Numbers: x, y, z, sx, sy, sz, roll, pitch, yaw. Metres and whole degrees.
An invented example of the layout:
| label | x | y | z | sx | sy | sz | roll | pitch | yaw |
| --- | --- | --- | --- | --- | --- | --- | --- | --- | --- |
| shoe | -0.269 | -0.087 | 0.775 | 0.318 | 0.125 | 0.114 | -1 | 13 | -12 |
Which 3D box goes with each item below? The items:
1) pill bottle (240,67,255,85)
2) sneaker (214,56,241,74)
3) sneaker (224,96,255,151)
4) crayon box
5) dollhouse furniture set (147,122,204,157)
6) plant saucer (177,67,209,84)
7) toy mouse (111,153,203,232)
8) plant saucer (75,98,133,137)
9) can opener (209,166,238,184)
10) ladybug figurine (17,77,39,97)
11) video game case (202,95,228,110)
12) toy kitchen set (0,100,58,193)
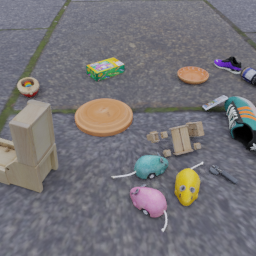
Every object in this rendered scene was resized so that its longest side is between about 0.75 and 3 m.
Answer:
| label | x | y | z | sx | sy | sz | roll | pitch | yaw |
| --- | --- | --- | --- | --- | --- | --- | --- | --- | --- |
| pill bottle | 5.500 | -2.230 | 12.292 | 0.570 | 0.570 | 1.019 | -18 | 43 | -20 |
| sneaker | 4.775 | -3.119 | 13.295 | 1.379 | 0.686 | 0.479 | 33 | 50 | 33 |
| sneaker | 3.861 | -0.232 | 9.552 | 1.023 | 0.914 | 2.560 | -6 | 41 | -14 |
| crayon box | -1.040 | -2.743 | 13.014 | 1.549 | 0.451 | 0.920 | -24 | 45 | -27 |
| dollhouse furniture set | 1.536 | 0.383 | 9.072 | 1.700 | 0.881 | 0.752 | -12 | 1 | -14 |
| plant saucer | 2.937 | -2.364 | 12.708 | 1.395 | 0.261 | 1.395 | 0 | 40 | 0 |
| toy mouse | 0.711 | 1.439 | 7.726 | 2.478 | 0.540 | 2.789 | 12 | 40 | 14 |
| plant saucer | -0.890 | -0.492 | 10.339 | 2.140 | 0.345 | 2.140 | 0 | 40 | 0 |
| can opener | 2.773 | 1.389 | 8.174 | 0.286 | 0.228 | 0.854 | -48 | 53 | -4 |
| ladybug figurine | -4.135 | -1.675 | 11.694 | 0.863 | 0.458 | 1.272 | -13 | 41 | -16 |
| video game case | 3.283 | -0.961 | 10.584 | 0.898 | 0.081 | 0.643 | -28 | 10 | 11 |
| toy kitchen set | -3.282 | -0.011 | 8.077 | 2.672 | 2.411 | 2.180 | 14 | 40 | 10 |
